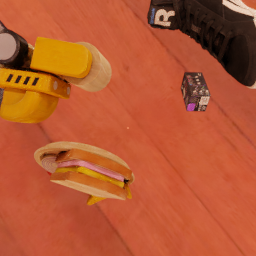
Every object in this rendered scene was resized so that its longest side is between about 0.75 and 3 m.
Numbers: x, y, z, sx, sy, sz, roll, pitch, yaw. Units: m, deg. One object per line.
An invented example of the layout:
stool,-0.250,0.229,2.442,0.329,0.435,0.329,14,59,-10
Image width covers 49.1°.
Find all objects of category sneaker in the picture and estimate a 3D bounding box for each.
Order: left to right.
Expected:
sneaker,1.152,-1.688,4.718,1.582,1.033,2.828,-6,54,-3

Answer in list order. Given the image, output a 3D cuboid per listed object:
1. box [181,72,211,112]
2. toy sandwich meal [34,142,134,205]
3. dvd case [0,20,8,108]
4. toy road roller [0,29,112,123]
box,1.671,-0.912,7.017,0.487,0.561,0.918,0,48,-5
toy sandwich meal,-0.775,0.899,4.955,2.041,2.041,0.699,11,62,3
dvd case,-2.813,-1.227,5.124,0.196,1.821,2.449,-12,47,23
toy road roller,-1.359,-0.729,4.794,1.950,1.198,1.423,10,91,9
